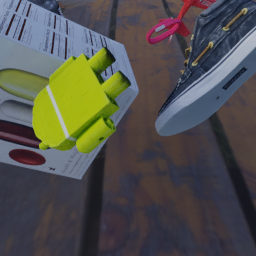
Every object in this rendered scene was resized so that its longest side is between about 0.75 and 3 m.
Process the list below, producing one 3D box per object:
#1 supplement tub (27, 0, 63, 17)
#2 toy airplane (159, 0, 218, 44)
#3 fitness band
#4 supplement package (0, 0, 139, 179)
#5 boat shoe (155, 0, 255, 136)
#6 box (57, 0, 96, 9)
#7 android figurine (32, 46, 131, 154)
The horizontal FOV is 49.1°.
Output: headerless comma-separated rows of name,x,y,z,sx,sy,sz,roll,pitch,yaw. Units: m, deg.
supplement tub,-2.199,-2.041,6.805,1.677,2.737,1.677,-11,39,9
toy airplane,1.862,-3.786,8.692,2.509,2.509,0.461,3,42,4
fitness band,0.994,-2.711,7.819,1.049,0.754,0.196,-27,81,1
supplement package,-1.556,-0.661,5.133,2.465,2.357,1.813,18,34,-25
boat shoe,1.484,-1.176,5.543,1.053,2.975,1.351,14,40,-48
box,-1.452,-3.652,6.853,1.158,1.152,0.757,6,16,41
android figurine,-0.667,-0.306,3.534,1.484,0.305,1.351,-41,58,15
